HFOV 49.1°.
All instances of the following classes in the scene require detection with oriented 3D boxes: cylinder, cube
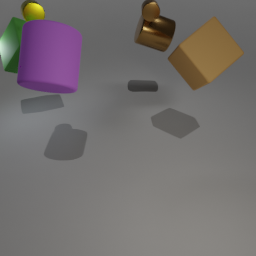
[{"bbox_3d":[-3.160,-3.833,9.275,0.700,0.700,0.700,-13,34,-20],"label":"cylinder"},{"bbox_3d":[2.311,-2.206,8.588,1.400,1.400,1.400,-40,2,-6],"label":"cube"},{"bbox_3d":[-1.869,-1.647,6.762,1.400,1.400,1.400,5,-3,0],"label":"cylinder"},{"bbox_3d":[-3.758,-2.934,10.407,1.400,1.400,1.400,4,57,-47],"label":"cube"},{"bbox_3d":[0.871,-4.577,10.874,0.700,0.700,0.700,0,35,0],"label":"cylinder"},{"bbox_3d":[1.140,-4.169,12.126,1.400,1.400,1.400,14,29,-13],"label":"cylinder"}]
